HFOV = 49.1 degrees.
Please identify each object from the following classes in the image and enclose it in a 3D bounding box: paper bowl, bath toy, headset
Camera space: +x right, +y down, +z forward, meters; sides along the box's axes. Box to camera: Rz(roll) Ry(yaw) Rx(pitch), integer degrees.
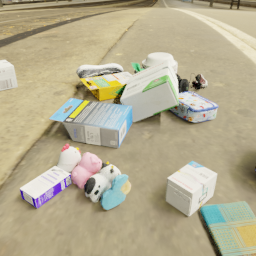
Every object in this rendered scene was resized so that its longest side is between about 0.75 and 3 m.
[{"bbox_3d":[1.846,-3.734,16.358,2.078,1.081,2.078,-1,30,1],"label":"paper bowl"},{"bbox_3d":[-1.075,1.169,7.834,2.536,0.937,1.103,25,38,38],"label":"bath toy"},{"bbox_3d":[2.468,-1.973,13.725,2.525,1.187,1.559,-25,34,-11],"label":"headset"}]

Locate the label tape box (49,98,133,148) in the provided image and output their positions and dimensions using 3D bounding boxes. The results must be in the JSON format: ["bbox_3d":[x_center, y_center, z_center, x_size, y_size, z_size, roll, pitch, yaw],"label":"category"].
[{"bbox_3d":[-1.296,-0.246,10.406,2.581,0.817,1.861,8,32,14],"label":"label tape box"}]

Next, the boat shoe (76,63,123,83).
[{"bbox_3d":[-1.335,-2.794,14.919,2.792,1.002,0.947,-8,61,-39],"label":"boat shoe"}]

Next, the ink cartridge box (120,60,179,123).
[{"bbox_3d":[0.997,-1.637,11.816,2.056,1.165,2.805,-21,24,20],"label":"ink cartridge box"}]

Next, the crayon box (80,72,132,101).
[{"bbox_3d":[-0.870,-2.060,13.785,2.615,0.674,1.644,-12,32,-22],"label":"crayon box"}]

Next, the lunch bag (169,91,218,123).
[{"bbox_3d":[2.708,-0.952,11.798,1.579,0.744,1.970,-13,33,-25],"label":"lunch bag"}]

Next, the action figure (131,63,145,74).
[{"bbox_3d":[0.838,-2.584,14.392,1.532,0.709,2.593,26,19,-14],"label":"action figure"}]

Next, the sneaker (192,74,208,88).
[{"bbox_3d":[3.664,-2.489,14.776,0.729,0.477,1.261,-6,31,-5],"label":"sneaker"}]

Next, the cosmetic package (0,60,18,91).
[{"bbox_3d":[-6.570,-2.718,14.446,1.164,1.165,1.412,-21,36,-32],"label":"cosmetic package"}]

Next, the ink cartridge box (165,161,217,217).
[{"bbox_3d":[1.630,1.546,7.283,1.091,0.797,0.800,-24,38,-36],"label":"ink cartridge box"}]

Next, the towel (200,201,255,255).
[{"bbox_3d":[2.510,2.403,6.423,1.261,0.187,1.720,-3,31,-5],"label":"towel"}]

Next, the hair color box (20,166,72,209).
[{"bbox_3d":[-2.216,1.582,7.646,0.666,0.395,1.219,20,37,32],"label":"hair color box"}]
